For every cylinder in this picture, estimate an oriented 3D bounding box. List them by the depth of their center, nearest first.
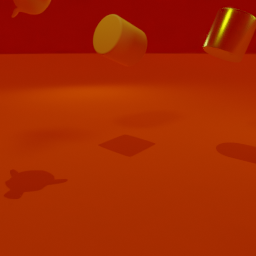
[{"bbox_3d":[2.461,-2.223,6.779,0.978,0.978,0.978,21,9,-4],"label":"cylinder"},{"bbox_3d":[-0.199,-2.240,7.272,1.024,1.024,1.024,16,3,42],"label":"cylinder"}]

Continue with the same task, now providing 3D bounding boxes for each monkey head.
[{"bbox_3d":[-1.976,-2.599,5.565,1.248,0.752,0.898,-14,40,16],"label":"monkey head"}]
